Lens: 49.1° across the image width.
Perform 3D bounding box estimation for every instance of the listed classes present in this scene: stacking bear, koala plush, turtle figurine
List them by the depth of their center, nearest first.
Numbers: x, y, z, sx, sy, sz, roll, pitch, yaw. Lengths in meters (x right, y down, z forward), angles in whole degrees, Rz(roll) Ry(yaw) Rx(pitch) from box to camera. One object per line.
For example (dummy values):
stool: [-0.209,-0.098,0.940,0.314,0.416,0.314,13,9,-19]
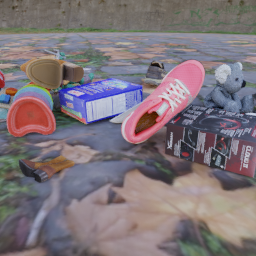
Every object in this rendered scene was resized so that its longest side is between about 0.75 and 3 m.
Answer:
stacking bear: [-3.014,-0.835,9.033,1.360,1.273,2.239,-4,29,-9]
koala plush: [3.569,-1.451,10.061,1.594,1.798,1.652,-19,30,-38]
turtle figurine: [-2.719,-2.024,11.297,2.797,1.408,2.094,12,58,-30]

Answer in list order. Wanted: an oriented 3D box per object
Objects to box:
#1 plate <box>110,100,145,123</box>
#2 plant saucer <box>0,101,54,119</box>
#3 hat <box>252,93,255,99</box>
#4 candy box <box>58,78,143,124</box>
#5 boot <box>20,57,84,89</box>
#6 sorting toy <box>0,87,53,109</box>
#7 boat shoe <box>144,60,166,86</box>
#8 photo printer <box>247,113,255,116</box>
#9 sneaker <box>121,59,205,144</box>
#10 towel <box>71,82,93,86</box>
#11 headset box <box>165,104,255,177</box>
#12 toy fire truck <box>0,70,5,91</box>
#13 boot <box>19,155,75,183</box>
plate: [0.932,-0.960,9.465,2.505,0.406,2.511,-28,5,36]
plant saucer: [-4.289,-0.990,10.840,2.707,0.371,2.707,-1,23,0]
hat: [5.167,-0.840,10.140,1.464,0.590,1.464,5,25,-2]
candy box: [-0.980,-1.046,10.032,2.370,0.913,2.004,-17,26,-31]
boot: [-3.006,-2.058,9.612,1.985,0.980,2.556,17,23,25]
sorting toy: [-3.676,-1.012,10.063,2.054,0.275,1.530,12,31,-2]
boat shoe: [1.533,-2.832,14.099,1.036,1.019,2.780,12,21,8]
photo printer: [3.981,-0.087,8.597,1.262,0.438,1.050,21,31,39]
sneaker: [0.997,-0.583,7.205,1.051,2.851,1.237,43,5,-5]
towel: [-2.644,-2.036,13.547,1.215,0.180,1.656,16,29,34]
headset box: [2.445,0.232,7.221,2.456,0.921,1.826,13,26,28]
toy fire truck: [-6.152,-1.654,10.835,2.939,0.716,2.073,-27,41,0]
boot: [-1.931,0.818,6.613,0.945,0.344,1.004,15,27,32]
